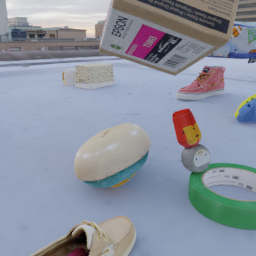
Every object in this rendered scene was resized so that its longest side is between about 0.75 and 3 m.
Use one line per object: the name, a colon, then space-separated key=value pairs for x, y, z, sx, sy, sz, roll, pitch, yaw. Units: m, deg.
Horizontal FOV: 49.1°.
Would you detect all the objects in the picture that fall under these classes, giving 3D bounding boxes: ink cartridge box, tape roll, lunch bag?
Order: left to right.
ink cartridge box: x=0.635 y=-2.177 z=6.072 sx=2.216 sy=1.010 sz=2.690 roll=15 pitch=-6 yaw=-10
tape roll: x=1.616 y=0.960 z=4.231 sx=1.369 sy=0.329 sz=1.369 roll=1 pitch=19 yaw=0
lunch bag: x=3.457 y=-2.810 z=8.890 sx=2.352 sy=1.109 sz=2.935 roll=-13 pitch=25 yaw=-29

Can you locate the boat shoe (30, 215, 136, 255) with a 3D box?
boat shoe: x=-0.446 y=1.278 z=2.983 sx=0.543 sy=0.510 sz=1.473 roll=15 pitch=24 yaw=38

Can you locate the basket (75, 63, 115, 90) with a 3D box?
basket: x=-1.611 y=-2.563 z=13.590 sx=1.180 sy=1.074 sz=1.741 roll=14 pitch=24 yaw=38

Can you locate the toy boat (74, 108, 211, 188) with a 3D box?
toy boat: x=0.194 y=0.448 z=4.652 sx=2.174 sy=1.011 sz=1.828 roll=-16 pitch=10 yaw=18

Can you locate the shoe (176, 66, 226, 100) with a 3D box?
shoe: x=2.977 y=-1.876 z=11.318 sx=2.645 sy=1.203 sz=0.945 roll=-13 pitch=23 yaw=-34

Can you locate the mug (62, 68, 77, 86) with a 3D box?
mug: x=-2.904 y=-2.549 z=13.991 sx=0.973 sy=0.799 sz=0.780 roll=1 pitch=19 yaw=4

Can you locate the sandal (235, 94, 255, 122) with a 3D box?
sandal: x=4.163 y=-0.512 z=7.914 sx=2.260 sy=0.898 sz=0.984 roll=-13 pitch=59 yaw=-4
